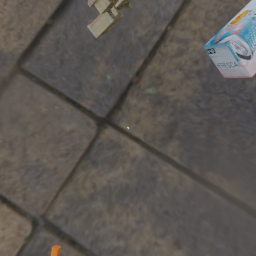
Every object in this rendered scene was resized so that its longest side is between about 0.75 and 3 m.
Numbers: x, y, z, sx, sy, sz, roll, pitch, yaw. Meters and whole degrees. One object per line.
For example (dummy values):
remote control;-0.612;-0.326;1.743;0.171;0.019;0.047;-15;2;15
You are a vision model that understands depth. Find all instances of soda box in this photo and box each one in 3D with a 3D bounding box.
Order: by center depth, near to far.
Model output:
soda box;2.619;-2.014;5.176;2.440;0.776;0.834;-44;109;-8

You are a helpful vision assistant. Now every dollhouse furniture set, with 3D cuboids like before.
dollhouse furniture set;-0.673;-3.016;5.921;1.358;2.442;2.160;52;42;-9

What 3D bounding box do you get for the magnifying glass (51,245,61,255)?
magnifying glass;-1.027;2.083;3.704;0.113;0.401;1.009;9;87;20
